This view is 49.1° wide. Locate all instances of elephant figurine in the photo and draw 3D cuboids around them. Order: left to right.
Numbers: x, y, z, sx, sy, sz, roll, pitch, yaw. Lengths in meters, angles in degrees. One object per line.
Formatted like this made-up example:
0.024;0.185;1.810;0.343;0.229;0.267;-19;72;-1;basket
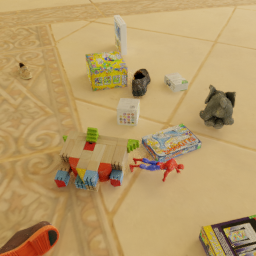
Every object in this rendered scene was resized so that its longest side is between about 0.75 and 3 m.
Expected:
3.556;-1.068;11.106;1.545;1.409;1.991;-24;35;43;elephant figurine

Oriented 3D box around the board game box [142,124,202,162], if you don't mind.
1.572;0.533;10.210;1.813;0.312;1.227;-18;43;-20;board game box

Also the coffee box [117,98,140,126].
0.018;-0.638;11.239;0.804;0.796;0.805;5;38;7;coffee box

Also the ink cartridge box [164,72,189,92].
2.289;-2.195;13.392;0.751;0.452;1.034;-14;43;-17;ink cartridge box

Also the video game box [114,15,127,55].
-0.445;-5.387;16.196;0.417;1.781;1.622;-9;40;-9;video game box

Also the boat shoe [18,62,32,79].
-5.299;-2.918;14.263;0.493;0.446;1.382;-24;46;-26;boat shoe

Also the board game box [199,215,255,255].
2.926;3.246;6.745;1.703;0.584;2.060;-9;41;-8;board game box

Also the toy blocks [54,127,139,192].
-1.131;1.135;8.949;2.714;1.356;1.855;7;52;10;toy blocks

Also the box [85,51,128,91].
-1.060;-2.815;13.621;1.741;1.102;1.807;-9;40;-10;box

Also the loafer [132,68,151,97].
0.617;-2.365;13.201;0.822;0.816;2.257;-5;35;10;loafer

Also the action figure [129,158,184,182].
1.019;1.381;9.094;1.768;0.875;0.577;-4;37;31;action figure

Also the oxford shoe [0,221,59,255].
-2.801;3.105;6.946;2.163;0.770;0.784;-26;24;-32;oxford shoe
